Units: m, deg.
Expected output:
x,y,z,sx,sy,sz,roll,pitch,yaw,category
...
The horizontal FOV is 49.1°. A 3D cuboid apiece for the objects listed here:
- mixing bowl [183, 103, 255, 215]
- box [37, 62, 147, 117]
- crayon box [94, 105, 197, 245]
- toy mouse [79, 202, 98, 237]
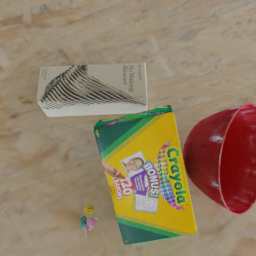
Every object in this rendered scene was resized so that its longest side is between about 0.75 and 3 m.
x,y,z,sx,sy,sz,roll,pitch,yaw,category
2.206,0.628,6.651,1.346,2.485,2.485,8,60,47,mixing bowl
-0.925,-1.041,7.750,2.884,0.986,1.185,-4,66,1,box
0.423,1.040,6.147,1.655,0.812,2.786,-12,103,7,crayon box
-0.988,2.235,6.674,0.163,0.844,0.750,18,81,-33,toy mouse
